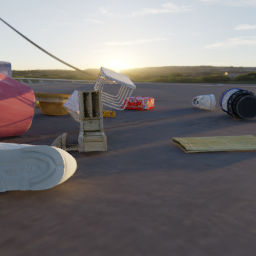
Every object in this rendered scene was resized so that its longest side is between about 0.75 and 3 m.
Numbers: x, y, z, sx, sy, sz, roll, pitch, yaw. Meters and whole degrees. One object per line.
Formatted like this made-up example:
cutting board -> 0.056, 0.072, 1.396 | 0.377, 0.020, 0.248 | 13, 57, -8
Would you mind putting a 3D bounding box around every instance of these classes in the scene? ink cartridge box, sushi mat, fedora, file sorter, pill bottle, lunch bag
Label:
ink cartridge box -> -1.803, -0.757, 11.028 | 0.822, 0.808, 1.117 | 24, -20, 30
sushi mat -> 2.894, 0.473, 8.562 | 2.818, 0.171, 1.348 | -1, 12, -8
fedora -> -3.760, -1.258, 14.611 | 2.707, 1.104, 2.707 | 3, 7, 0
file sorter -> -0.651, -1.675, 11.654 | 1.271, 1.140, 1.831 | 18, 19, -19
pill bottle -> 5.305, -1.138, 13.291 | 1.398, 1.398, 2.500 | 1, 12, 4
lunch bag -> 0.538, -1.468, 16.497 | 1.779, 0.729, 1.567 | 6, 13, 26

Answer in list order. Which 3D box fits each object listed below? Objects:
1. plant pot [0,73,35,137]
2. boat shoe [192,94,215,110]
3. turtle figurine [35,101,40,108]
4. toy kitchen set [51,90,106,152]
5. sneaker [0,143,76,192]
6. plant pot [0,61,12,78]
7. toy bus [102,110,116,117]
plant pot -> -4.617, -0.782, 9.212 | 2.479, 2.769, 2.769 | 10, 2, -43
boat shoe -> 4.438, -1.498, 16.619 | 0.816, 0.918, 2.497 | -3, 1, -3
turtle figurine -> -5.315, -1.501, 17.120 | 1.745, 0.562, 1.407 | -3, 4, 10
toy kitchen set -> -1.478, -0.247, 8.249 | 1.534, 1.696, 1.880 | -3, 8, -8
sneaker -> -2.465, 0.767, 5.644 | 2.805, 1.072, 1.129 | 5, 0, 6
plant pot -> -6.763, -1.402, 11.414 | 2.982, 2.681, 2.982 | 2, 11, 10
toy bus -> -1.014, -0.713, 13.971 | 0.888, 0.289, 0.348 | 10, 16, 41
